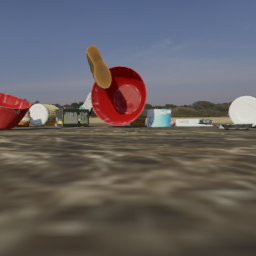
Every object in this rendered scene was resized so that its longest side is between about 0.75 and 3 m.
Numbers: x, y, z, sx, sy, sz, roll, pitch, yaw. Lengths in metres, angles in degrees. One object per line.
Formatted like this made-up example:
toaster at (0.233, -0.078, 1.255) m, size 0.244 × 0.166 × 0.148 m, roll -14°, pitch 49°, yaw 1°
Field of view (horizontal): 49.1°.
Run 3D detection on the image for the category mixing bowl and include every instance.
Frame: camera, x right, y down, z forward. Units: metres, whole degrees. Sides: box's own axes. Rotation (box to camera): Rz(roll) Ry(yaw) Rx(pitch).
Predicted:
mixing bowl at (-0.232, -1.339, 12.231) m, size 2.491 × 2.491 × 1.349 m, roll 0°, pitch 0°, yaw 17°
mixing bowl at (-3.810, -0.463, 8.372) m, size 1.595 × 0.864 × 1.595 m, roll 17°, pitch 13°, yaw -4°

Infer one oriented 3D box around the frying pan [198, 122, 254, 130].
frying pan at (3.146, -0.066, 8.839) m, size 1.626 × 0.265 × 0.984 m, roll -2°, pitch 1°, yaw -7°

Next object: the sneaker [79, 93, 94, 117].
sneaker at (-1.766, -1.234, 14.091) m, size 0.684 × 1.762 × 0.804 m, roll 44°, pitch 7°, yaw 15°

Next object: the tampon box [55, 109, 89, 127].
tampon box at (-2.594, -0.466, 12.994) m, size 1.319 × 0.833 × 0.989 m, roll -1°, pitch 2°, yaw -33°

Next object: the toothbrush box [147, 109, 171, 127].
toothbrush box at (1.483, -0.475, 13.477) m, size 1.149 × 0.841 × 0.490 m, roll -1°, pitch 1°, yaw 6°

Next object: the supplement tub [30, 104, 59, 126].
supplement tub at (-4.331, -0.668, 14.786) m, size 1.154 × 1.154 × 1.587 m, roll 0°, pitch 2°, yaw 18°

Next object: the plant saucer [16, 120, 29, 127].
plant saucer at (-5.108, -0.206, 12.827) m, size 1.066 × 0.200 × 1.066 m, roll 2°, pitch -9°, yaw 0°

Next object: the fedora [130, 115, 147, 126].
fedora at (0.537, -0.432, 16.030) m, size 1.531 × 0.625 × 1.531 m, roll 2°, pitch 0°, yaw 0°

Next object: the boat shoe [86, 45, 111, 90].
boat shoe at (-1.117, -2.247, 10.768) m, size 0.643 × 1.826 × 0.642 m, roll -15°, pitch -14°, yaw -16°

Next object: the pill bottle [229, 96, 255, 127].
pill bottle at (4.974, -0.641, 11.699) m, size 1.259 × 1.259 × 2.206 m, roll 1°, pitch 2°, yaw 25°

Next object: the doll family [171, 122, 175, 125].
doll family at (3.012, -0.278, 17.020) m, size 0.867 × 0.390 × 0.538 m, roll -18°, pitch 9°, yaw 0°

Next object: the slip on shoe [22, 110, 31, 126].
slip on shoe at (-5.114, -0.470, 13.595) m, size 0.752 × 0.599 × 1.978 m, roll 5°, pitch -11°, yaw -25°

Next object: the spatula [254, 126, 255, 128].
spatula at (5.807, -0.101, 10.992) m, size 0.584 × 0.212 × 2.066 m, roll -1°, pitch 2°, yaw -15°

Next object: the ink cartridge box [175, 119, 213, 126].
ink cartridge box at (3.450, -0.286, 14.950) m, size 1.833 × 0.402 × 1.850 m, roll -1°, pitch 0°, yaw 8°
